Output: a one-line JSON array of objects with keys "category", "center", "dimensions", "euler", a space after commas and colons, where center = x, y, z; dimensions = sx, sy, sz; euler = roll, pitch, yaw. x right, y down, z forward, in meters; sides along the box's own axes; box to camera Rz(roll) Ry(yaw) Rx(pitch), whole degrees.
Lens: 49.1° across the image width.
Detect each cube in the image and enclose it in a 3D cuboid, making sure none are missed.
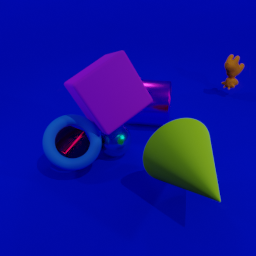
[{"category": "cube", "center": [-1.419, 0.450, 6.780], "dimensions": [0.734, 0.734, 0.734], "euler": [19, 57, 29]}, {"category": "cube", "center": [-0.510, -0.866, 6.735], "dimensions": [1.367, 1.367, 1.367], "euler": [-37, 20, -11]}]

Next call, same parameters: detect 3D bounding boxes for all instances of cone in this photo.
[{"category": "cone", "center": [1.237, 0.821, 5.100], "dimensions": [1.505, 1.505, 1.511], "euler": [-10, 31, -16]}]

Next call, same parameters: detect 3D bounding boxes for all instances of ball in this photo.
[{"category": "ball", "center": [-0.344, 0.295, 7.107], "dimensions": [0.873, 0.873, 0.873], "euler": [0, 31, 0]}]

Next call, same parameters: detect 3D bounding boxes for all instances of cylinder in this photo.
[{"category": "cylinder", "center": [0.581, -0.768, 8.412], "dimensions": [1.356, 1.356, 1.356], "euler": [4, 31, 7]}]

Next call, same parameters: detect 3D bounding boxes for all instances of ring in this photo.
[{"category": "ring", "center": [-1.255, 0.310, 6.353], "dimensions": [1.315, 0.263, 1.315], "euler": [4, 70, -11]}]

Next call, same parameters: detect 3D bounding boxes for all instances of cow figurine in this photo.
[{"category": "cow figurine", "center": [3.706, -1.968, 10.064], "dimensions": [0.571, 1.024, 1.041], "euler": [33, -1, 45]}]
